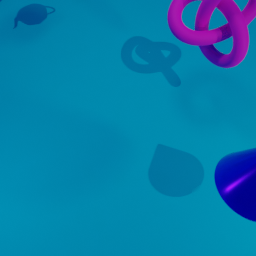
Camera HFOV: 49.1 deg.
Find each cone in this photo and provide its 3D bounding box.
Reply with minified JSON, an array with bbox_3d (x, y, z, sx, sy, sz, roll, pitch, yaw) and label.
[{"bbox_3d":[2.409,0.617,4.678,1.462,1.467,1.462,4,51,-5],"label":"cone"}]

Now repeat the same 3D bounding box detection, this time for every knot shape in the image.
[{"bbox_3d":[2.084,-2.482,6.146,2.078,1.944,0.960,43,37,-9],"label":"knot shape"}]
